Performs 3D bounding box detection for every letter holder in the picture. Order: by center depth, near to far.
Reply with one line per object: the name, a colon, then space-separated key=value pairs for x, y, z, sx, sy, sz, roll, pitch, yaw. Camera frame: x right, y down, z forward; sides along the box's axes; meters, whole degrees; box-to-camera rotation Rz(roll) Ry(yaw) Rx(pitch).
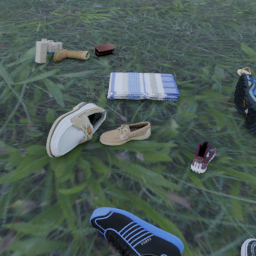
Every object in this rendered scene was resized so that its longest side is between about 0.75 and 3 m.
letter holder: x=-1.107 y=-3.776 z=13.780 sx=0.898 sy=0.451 sz=0.638 roll=-20 pitch=44 yaw=-23

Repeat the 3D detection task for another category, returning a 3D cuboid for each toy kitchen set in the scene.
toy kitchen set: x=-4.149 y=-3.782 z=13.652 sx=1.287 sy=0.947 sz=1.607 roll=20 pitch=22 yaw=24

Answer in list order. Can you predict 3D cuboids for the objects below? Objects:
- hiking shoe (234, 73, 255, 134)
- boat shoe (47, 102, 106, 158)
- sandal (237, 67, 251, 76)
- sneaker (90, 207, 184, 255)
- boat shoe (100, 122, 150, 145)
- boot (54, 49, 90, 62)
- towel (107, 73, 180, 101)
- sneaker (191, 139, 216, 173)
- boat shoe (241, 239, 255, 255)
hiking shoe: x=4.535 y=-0.819 z=9.667 sx=1.243 sy=1.066 sz=2.866 roll=6 pitch=47 yaw=-4
boat shoe: x=-1.498 y=-0.027 z=8.547 sx=0.876 sy=0.958 sz=2.562 roll=8 pitch=37 yaw=19
sandal: x=5.074 y=-2.350 z=11.928 sx=0.514 sy=0.461 sz=1.402 roll=2 pitch=38 yaw=3
sneaker: x=0.060 y=2.330 z=5.703 sx=2.098 sy=0.736 sz=0.817 roll=16 pitch=33 yaw=17
boat shoe: x=-0.088 y=0.114 z=8.716 sx=1.620 sy=0.523 sz=0.577 roll=-11 pitch=39 yaw=-14
boot: x=-2.679 y=-3.457 z=13.367 sx=1.387 sy=0.459 sz=1.215 roll=10 pitch=39 yaw=11
towel: x=0.573 y=-1.683 z=11.204 sx=2.731 sy=0.325 sz=2.005 roll=1 pitch=36 yaw=-2
sneaker: x=2.208 y=0.580 z=7.891 sx=0.525 sy=0.802 sz=1.388 roll=16 pitch=41 yaw=20
boat shoe: x=2.697 y=2.861 z=5.055 sx=0.746 sy=0.690 sz=2.020 roll=0 pitch=38 yaw=0
